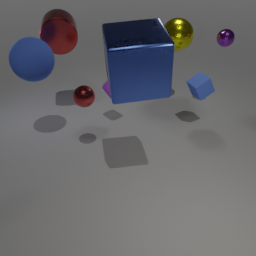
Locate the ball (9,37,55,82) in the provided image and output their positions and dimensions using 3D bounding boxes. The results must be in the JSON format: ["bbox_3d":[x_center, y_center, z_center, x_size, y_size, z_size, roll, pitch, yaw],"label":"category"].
[{"bbox_3d":[-3.078,-2.195,9.000,1.400,1.400,1.400,0,30,0],"label":"ball"}]

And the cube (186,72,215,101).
[{"bbox_3d":[2.836,-1.636,10.946,0.700,0.700,0.700,-35,38,1],"label":"cube"}]

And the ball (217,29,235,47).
[{"bbox_3d":[3.954,-3.649,11.350,0.700,0.700,0.700,0,30,0],"label":"ball"}]

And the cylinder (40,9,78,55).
[{"bbox_3d":[-2.711,-3.796,11.023,1.400,1.400,1.400,-6,36,-10],"label":"cylinder"}]

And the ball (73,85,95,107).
[{"bbox_3d":[-1.394,-1.001,8.873,0.700,0.700,0.700,0,30,0],"label":"ball"}]

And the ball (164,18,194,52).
[{"bbox_3d":[2.115,-3.994,12.031,1.400,1.400,1.400,0,30,0],"label":"ball"}]

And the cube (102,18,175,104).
[{"bbox_3d":[0.197,-1.580,6.574,1.400,1.400,1.400,-8,42,-5],"label":"cube"}]

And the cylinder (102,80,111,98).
[{"bbox_3d":[-0.556,-1.566,11.257,0.700,0.700,0.700,-31,78,-41],"label":"cylinder"}]
